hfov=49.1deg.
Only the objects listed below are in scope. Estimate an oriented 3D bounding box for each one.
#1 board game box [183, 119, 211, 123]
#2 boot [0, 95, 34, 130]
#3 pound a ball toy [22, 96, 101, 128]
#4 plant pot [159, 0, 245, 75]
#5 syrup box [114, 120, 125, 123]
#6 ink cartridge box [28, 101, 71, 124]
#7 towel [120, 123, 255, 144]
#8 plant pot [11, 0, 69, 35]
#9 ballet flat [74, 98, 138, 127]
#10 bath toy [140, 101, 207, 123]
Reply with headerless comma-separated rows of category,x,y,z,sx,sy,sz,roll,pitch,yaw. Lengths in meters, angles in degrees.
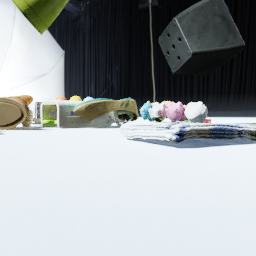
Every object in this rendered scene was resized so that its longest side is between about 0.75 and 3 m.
board game box,3.265,-0.327,13.231,1.048,0.211,0.802,-1,3,-16
boot,-3.510,-0.645,8.511,2.525,0.930,1.953,-3,16,26
pound a ball toy,-2.090,-0.548,9.410,1.602,1.044,2.457,3,4,41
plant pot,2.478,-3.190,10.390,1.959,2.209,2.203,-21,-7,-21
syrup box,-0.672,-0.576,14.631,0.544,0.562,1.381,-1,3,-24
ink cartridge box,-3.825,-0.688,12.819,1.694,0.983,2.295,-2,2,-38
towel,1.244,0.074,4.754,2.410,0.287,1.770,1,0,-26
plant pot,-1.935,-2.893,6.341,1.065,1.107,1.107,-39,3,1
ballet flat,-0.513,-0.482,9.239,1.000,0.918,2.913,-26,-8,36
bath toy,1.480,-0.431,8.732,2.239,0.827,0.974,7,43,45
